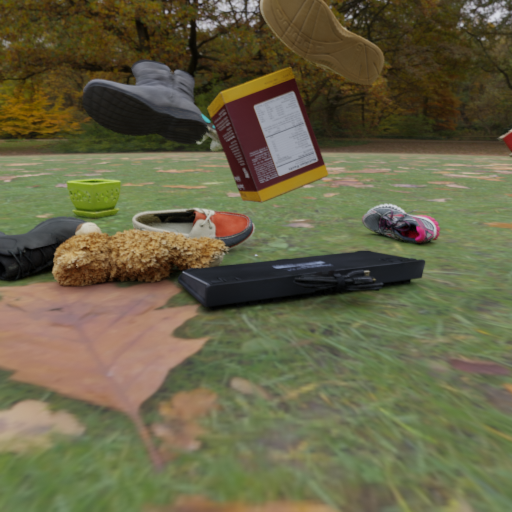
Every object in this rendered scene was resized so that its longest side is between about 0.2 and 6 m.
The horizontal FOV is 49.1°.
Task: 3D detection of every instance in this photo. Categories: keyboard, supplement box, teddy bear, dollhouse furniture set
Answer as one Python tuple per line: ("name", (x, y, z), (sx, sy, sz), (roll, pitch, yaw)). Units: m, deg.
("keyboard", (0.883, 0.386, 9.188), (3.890, 0.499, 2.336), (-7, 9, -22))
("supplement box", (0.126, -1.793, 8.705), (1.096, 1.651, 1.628), (-22, 10, -8))
("teddy bear", (-2.031, -0.118, 10.071), (3.077, 1.027, 2.231), (0, 11, -1))
("dollhouse furniture set", (4.766, -1.535, 9.097), (0.810, 1.504, 0.612), (-35, 5, 17))

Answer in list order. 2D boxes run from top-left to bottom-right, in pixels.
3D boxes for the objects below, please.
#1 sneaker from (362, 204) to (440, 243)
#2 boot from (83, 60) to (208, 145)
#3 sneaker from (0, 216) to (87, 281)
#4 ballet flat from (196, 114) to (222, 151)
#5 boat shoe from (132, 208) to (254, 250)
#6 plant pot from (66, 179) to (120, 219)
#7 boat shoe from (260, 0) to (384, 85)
("sneaker", (3.319, -0.757, 13.231), (0.719, 0.776, 1.925), (-16, 21, -42))
("boot", (-2.407, -3.400, 11.707), (2.789, 1.836, 0.973), (11, -41, -42))
("sneaker", (-4.151, -0.016, 10.203), (2.634, 1.000, 1.196), (-12, 26, -17))
("ballet flat", (-1.250, -3.212, 14.563), (2.100, 0.791, 0.712), (28, 22, 2))
("boat shoe", (-1.322, -0.625, 11.920), (2.570, 0.804, 0.915), (-3, 53, -1))
("plant pot", (-4.753, -1.691, 16.509), (1.146, 1.045, 1.152), (8, 16, 33))
("boat shoe", (0.833, -3.054, 7.861), (2.100, 0.774, 0.726), (24, 11, -32))
